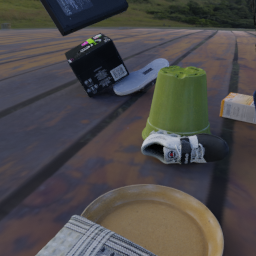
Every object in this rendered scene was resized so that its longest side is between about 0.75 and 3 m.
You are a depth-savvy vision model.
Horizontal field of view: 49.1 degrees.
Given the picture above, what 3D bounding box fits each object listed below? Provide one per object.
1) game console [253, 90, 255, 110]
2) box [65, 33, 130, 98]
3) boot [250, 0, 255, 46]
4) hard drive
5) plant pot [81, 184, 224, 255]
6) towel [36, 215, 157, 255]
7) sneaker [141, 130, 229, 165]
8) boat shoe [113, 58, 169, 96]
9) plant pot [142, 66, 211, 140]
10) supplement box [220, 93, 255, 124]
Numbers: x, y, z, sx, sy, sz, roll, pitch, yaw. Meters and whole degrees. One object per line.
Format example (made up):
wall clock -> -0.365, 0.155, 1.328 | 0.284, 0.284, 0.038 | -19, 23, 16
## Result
game console -> 4.491, 0.016, 6.354 | 2.599, 1.538, 2.218 | -8, 24, -15
box -> -1.356, -2.691, 11.610 | 1.907, 1.596, 2.568 | -30, 29, -2
boot -> 4.004, -2.644, 7.497 | 1.928, 1.442, 0.726 | 5, -11, -41
hard drive -> -1.627, -4.756, 10.195 | 2.878, 2.008, 0.473 | -32, 0, -24
plant pot -> 0.301, 1.613, 4.261 | 2.173, 0.299, 2.173 | 0, 24, 0
towel -> -0.502, 2.127, 2.491 | 2.642, 0.474, 2.744 | 17, 38, 33
sneaker -> 1.203, 0.538, 6.261 | 1.944, 0.720, 0.860 | 3, 22, 29
boat shoe -> 0.594, -1.932, 11.535 | 2.607, 0.863, 0.911 | -35, 56, -17
plant pot -> 1.349, -0.616, 7.386 | 1.947, 1.849, 1.947 | 0, 25, 0
supplement box -> 3.891, -0.614, 8.904 | 1.611, 0.592, 1.015 | 16, 29, 30
